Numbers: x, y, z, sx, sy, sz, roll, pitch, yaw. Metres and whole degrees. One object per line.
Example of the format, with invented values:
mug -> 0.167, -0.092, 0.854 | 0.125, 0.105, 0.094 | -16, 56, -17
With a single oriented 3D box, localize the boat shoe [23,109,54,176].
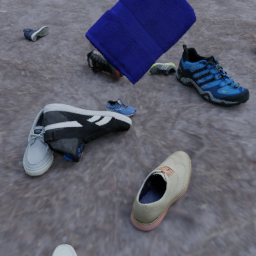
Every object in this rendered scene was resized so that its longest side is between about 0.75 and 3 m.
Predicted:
boat shoe -> -2.310, 0.252, 7.343 | 0.744, 0.759, 2.131 | -1, 41, -2

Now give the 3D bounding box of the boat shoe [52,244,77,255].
boat shoe -> -1.065, 2.674, 4.665 | 0.616, 0.563, 1.647 | -8, 41, -9

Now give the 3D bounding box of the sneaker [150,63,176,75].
sneaker -> 1.333, -2.194, 10.512 | 1.065, 0.394, 0.431 | -11, 45, -11

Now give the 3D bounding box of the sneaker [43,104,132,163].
sneaker -> -1.038, 0.252, 7.406 | 2.456, 0.897, 1.374 | 8, 74, -29

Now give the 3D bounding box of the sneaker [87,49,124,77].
sneaker -> -0.888, -2.392, 10.442 | 1.045, 0.756, 2.140 | -19, 42, -22

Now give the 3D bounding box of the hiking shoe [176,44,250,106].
hiking shoe -> 2.727, -1.725, 9.288 | 1.056, 1.231, 2.839 | -31, 49, -31

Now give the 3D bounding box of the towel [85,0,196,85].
towel -> 0.289, -2.111, 5.878 | 2.020, 1.491, 0.500 | -44, 23, 7

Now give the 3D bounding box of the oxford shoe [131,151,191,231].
oxford shoe -> 0.863, 1.174, 6.202 | 0.808, 0.843, 2.284 | 20, 45, 22

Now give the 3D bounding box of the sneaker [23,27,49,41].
sneaker -> -4.370, -4.538, 13.181 | 0.850, 0.447, 1.176 | 22, 46, 20

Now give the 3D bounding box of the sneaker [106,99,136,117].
sneaker -> -0.222, -0.637, 8.641 | 0.969, 0.432, 0.381 | 12, 42, 13
